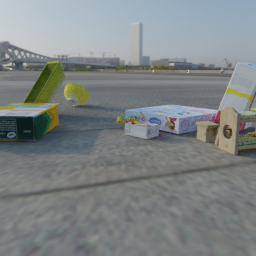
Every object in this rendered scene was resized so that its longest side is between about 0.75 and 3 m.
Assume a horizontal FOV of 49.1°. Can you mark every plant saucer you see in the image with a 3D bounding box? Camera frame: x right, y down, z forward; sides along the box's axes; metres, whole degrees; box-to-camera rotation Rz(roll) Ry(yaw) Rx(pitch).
[{"bbox_3d":[-3.345,-1.431,11.089,0.588,2.454,2.458,31,-4,-28],"label":"plant saucer"}]

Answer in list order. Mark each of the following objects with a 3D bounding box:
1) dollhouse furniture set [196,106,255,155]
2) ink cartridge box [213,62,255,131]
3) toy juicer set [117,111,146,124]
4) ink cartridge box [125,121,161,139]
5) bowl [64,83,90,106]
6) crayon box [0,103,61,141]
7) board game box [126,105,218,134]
[{"bbox_3d":[2.877,-0.123,6.874,1.808,1.005,1.599,-4,12,-18],"label":"dollhouse furniture set"},{"bbox_3d":[3.435,-0.913,8.280,0.770,1.846,1.340,31,28,34],"label":"ink cartridge box"},{"bbox_3d":[0.184,-0.214,8.488,0.967,0.263,0.615,-15,-31,38],"label":"toy juicer set"},{"bbox_3d":[0.434,0.025,7.791,0.815,0.342,0.716,11,16,42],"label":"ink cartridge box"},{"bbox_3d":[-2.605,-1.507,13.829,1.314,1.314,0.707,4,54,19],"label":"bowl"},{"bbox_3d":[-3.112,-0.252,8.254,1.691,0.694,2.689,1,12,2],"label":"crayon box"},{"bbox_3d":[1.535,-0.359,9.259,2.335,0.482,2.340,-10,15,-38],"label":"board game box"}]
